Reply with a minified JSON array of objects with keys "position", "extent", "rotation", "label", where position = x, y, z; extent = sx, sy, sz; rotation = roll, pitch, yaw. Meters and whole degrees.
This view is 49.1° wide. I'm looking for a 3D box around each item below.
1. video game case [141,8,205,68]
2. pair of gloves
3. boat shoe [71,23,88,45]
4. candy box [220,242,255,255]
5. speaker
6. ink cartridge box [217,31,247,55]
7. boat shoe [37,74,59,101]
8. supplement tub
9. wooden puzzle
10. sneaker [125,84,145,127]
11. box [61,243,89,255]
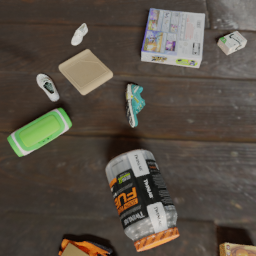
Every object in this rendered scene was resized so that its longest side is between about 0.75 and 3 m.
[{"position":[2.085,-4.158,12.802],"extent":[2.600,0.652,2.869],"rotation":[9,62,5],"label":"video game case"},{"position":[-1.371,4.489,8.302],"extent":[1.932,0.268,2.168],"rotation":[11,63,12],"label":"pair of gloves"},{"position":[-2.298,-4.397,13.064],"extent":[0.442,0.432,1.247],"rotation":[19,63,10],"label":"boat shoe"},{"position":[3.373,4.498,8.134],"extent":[1.177,0.564,2.039],"rotation":[5,61,2],"label":"candy box"},{"position":[-3.212,0.132,10.315],"extent":[2.194,0.970,0.970],"rotation":[-33,66,-16],"label":"speaker"},{"position":[4.753,-3.891,12.788],"extent":[1.029,0.428,0.755],"rotation":[-27,65,-14],"label":"ink cartridge box"},{"position":[-3.322,-1.808,11.604],"extent":[0.570,0.518,1.550],"rotation":[-35,67,-17],"label":"boat shoe"},{"position":[0.445,2.209,8.744],"extent":[1.696,1.696,2.769],"rotation":[-17,62,-9],"label":"supplement tub"},{"position":[-1.814,-2.414,12.080],"extent":[1.671,0.336,1.807],"rotation":[-36,72,-18],"label":"wooden puzzle"},{"position":[0.299,-0.943,11.048],"extent":[0.775,0.754,1.945],"rotation":[4,61,-7],"label":"sneaker"},{"position":[-1.636,3.950,8.445],"extent":[0.778,0.083,0.636],"rotation":[24,66,18],"label":"box"}]
